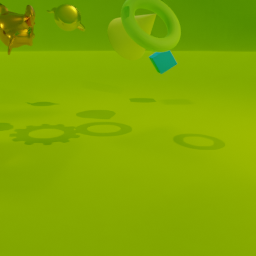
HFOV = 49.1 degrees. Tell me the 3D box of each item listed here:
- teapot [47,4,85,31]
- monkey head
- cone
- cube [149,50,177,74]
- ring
[{"bbox_3d":[-2.229,-3.942,10.094,1.531,0.952,0.750,27,-13,-10],"label":"teapot"},{"bbox_3d":[-2.767,-2.544,6.888,0.906,1.504,1.082,-10,-19,-33],"label":"monkey head"},{"bbox_3d":[0.371,-2.960,8.240,1.430,1.430,1.435,-13,-5,-37],"label":"cone"},{"bbox_3d":[1.452,-2.826,11.717,0.790,0.790,0.790,-32,18,5],"label":"cube"},{"bbox_3d":[0.578,-2.560,6.820,1.610,1.610,0.322,-10,-16,-29],"label":"ring"}]
